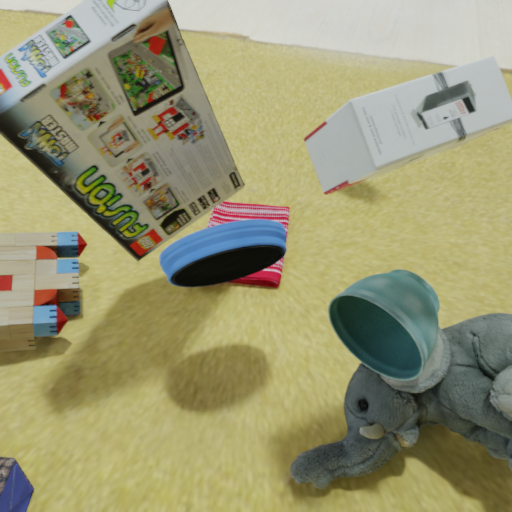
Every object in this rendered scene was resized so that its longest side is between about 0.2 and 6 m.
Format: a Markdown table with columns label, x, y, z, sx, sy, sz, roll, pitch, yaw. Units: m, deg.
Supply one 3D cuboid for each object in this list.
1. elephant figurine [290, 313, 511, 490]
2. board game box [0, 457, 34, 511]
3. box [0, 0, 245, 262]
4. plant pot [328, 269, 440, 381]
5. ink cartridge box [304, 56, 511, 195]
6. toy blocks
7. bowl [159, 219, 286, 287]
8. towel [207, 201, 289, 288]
| label | x | y | z | sx | sy | sz | roll | pitch | yaw |
| --- | --- | --- | --- | --- | --- | --- | --- | --- | --- |
| elephant figurine | 1.976 | 1.586 | 6.814 | 2.818 | 1.994 | 2.186 | 1 | 13 | 22 |
| board game box | -3.569 | 2.922 | 5.961 | 1.783 | 0.864 | 1.422 | 3 | 45 | 2 |
| box | -1.412 | -1.307 | 6.659 | 1.962 | 3.566 | 0.619 | -35 | 67 | -4 |
| plant pot | 1.427 | 0.618 | 5.821 | 1.129 | 1.129 | 0.757 | 33 | 59 | 29 |
| ink cartridge box | 1.185 | -1.013 | 4.462 | 1.312 | 0.963 | 0.544 | -21 | 91 | -17 |
| toy blocks | -3.386 | 0.485 | 8.406 | 1.668 | 1.219 | 2.440 | -1 | 46 | -17 |
| bowl | -0.356 | 0.011 | 6.535 | 1.516 | 1.516 | 0.298 | -12 | 74 | -12 |
| towel | -0.204 | -0.266 | 9.678 | 1.456 | 0.226 | 2.013 | 6 | 45 | 5 |
